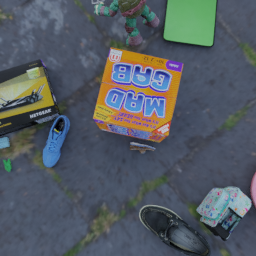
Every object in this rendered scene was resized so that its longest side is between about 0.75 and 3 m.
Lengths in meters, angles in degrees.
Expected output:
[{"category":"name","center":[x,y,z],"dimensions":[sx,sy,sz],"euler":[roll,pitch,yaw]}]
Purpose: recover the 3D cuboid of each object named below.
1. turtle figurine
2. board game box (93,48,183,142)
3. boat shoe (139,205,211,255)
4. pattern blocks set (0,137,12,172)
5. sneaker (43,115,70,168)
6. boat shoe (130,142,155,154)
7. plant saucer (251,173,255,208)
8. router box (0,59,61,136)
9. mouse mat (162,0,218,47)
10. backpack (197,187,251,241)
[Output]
[{"category":"turtle figurine","center":[-0.042,-3.446,7.553],"dimensions":[1.829,2.443,1.230],"euler":[-32,53,9]},{"category":"board game box","center":[0.254,-0.769,7.560],"dimensions":[1.845,1.843,1.844],"euler":[13,82,2]},{"category":"boat shoe","center":[1.290,2.847,7.597],"dimensions":[2.182,0.723,0.815],"euler":[37,83,5]},{"category":"pattern blocks set","center":[-4.428,0.989,8.154],"dimensions":[2.059,0.167,1.810],"euler":[-4,82,-1]},{"category":"sneaker","center":[-2.116,0.373,8.036],"dimensions":[0.514,0.611,1.559],"euler":[19,83,1]},{"category":"boat shoe","center":[0.418,0.610,8.185],"dimensions":[0.751,0.271,0.272],"euler":[11,86,12]},{"category":"plant saucer","center":[4.334,1.795,7.888],"dimensions":[1.842,0.467,1.842],"euler":[0,83,0]},{"category":"router box","center":[-3.289,-0.843,8.210],"dimensions":[2.194,0.573,1.725],"euler":[-19,82,-3]},{"category":"mouse mat","center":[1.975,-3.554,8.812],"dimensions":[1.635,0.077,2.032],"euler":[8,80,-1]},{"category":"backpack","center":[2.569,2.148,7.498],"dimensions":[1.305,1.158,0.982],"euler":[-42,88,-10]}]
